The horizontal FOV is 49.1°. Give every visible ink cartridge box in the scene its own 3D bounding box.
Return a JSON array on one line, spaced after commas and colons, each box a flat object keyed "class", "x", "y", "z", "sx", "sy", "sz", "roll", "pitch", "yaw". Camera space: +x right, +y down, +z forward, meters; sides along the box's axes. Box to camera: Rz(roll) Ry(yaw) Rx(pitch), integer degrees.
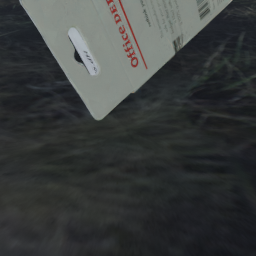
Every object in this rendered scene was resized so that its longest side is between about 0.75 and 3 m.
[{"class": "ink cartridge box", "x": 0.033, "y": -1.389, "z": 2.956, "sx": 2.390, "sy": 1.384, "sz": 0.797, "roll": -44, "pitch": 41, "yaw": -19}]
